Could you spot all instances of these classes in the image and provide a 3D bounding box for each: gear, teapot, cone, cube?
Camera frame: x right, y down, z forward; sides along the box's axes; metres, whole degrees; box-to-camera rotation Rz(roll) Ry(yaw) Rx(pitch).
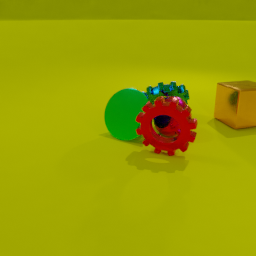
[{"bbox_3d":[1.106,-0.884,8.579,1.489,1.489,0.275,-2,65,-5],"label":"gear"},{"bbox_3d":[1.252,-0.334,7.697,0.863,1.096,1.763,16,40,-41],"label":"teapot"},{"bbox_3d":[0.284,-0.293,8.025,1.403,1.403,1.408,14,0,29],"label":"cone"},{"bbox_3d":[3.412,-0.738,8.388,1.142,1.142,1.142,-6,21,-15],"label":"cube"},{"bbox_3d":[0.874,-0.025,6.452,1.390,1.390,0.257,8,30,18],"label":"gear"}]
